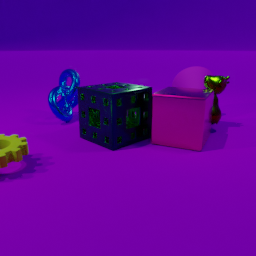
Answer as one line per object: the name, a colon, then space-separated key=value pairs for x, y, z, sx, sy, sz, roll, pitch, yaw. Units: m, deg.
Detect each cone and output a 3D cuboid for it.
cone: x=2.170 y=-0.947 z=8.852 sx=1.432 sy=1.432 sz=1.438 roll=1 pitch=44 yaw=2

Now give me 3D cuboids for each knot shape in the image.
knot shape: x=-2.010 y=-0.929 z=9.061 sx=0.791 sy=1.711 sz=1.601 roll=14 pitch=-21 yaw=-3

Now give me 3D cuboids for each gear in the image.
gear: x=-2.601 y=0.444 z=5.424 sx=1.253 sy=0.232 sz=1.253 roll=-1 pitch=19 yaw=0

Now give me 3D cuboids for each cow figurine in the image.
cow figurine: x=2.334 y=-0.768 z=7.806 sx=1.385 sy=1.407 sz=0.772 roll=-23 pitch=-24 yaw=10

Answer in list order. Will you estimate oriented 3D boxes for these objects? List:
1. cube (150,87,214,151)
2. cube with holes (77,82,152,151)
cube: x=1.350 y=-0.287 z=6.921 sx=1.243 sy=1.243 sz=1.243 roll=8 pitch=19 yaw=24
cube with holes: x=-0.328 y=-0.377 z=7.080 sx=1.322 sy=1.322 sz=1.322 roll=-16 pitch=23 yaw=-42
